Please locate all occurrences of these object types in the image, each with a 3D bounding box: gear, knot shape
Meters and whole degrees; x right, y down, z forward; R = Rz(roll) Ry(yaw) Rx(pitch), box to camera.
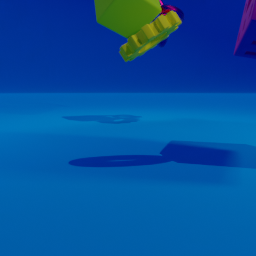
[{"bbox_3d":[0.604,-2.503,7.769,1.826,0.338,1.826,-33,3,2],"label":"gear"},{"bbox_3d":[0.874,-3.448,8.815,0.737,1.492,1.594,-47,-5,-31],"label":"knot shape"}]

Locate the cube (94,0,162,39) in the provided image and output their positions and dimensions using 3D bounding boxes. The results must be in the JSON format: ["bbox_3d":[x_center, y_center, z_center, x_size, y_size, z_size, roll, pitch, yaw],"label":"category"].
[{"bbox_3d":[-0.050,-3.601,7.970,1.316,1.316,1.316,16,-37,-37],"label":"cube"}]

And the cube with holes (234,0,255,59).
[{"bbox_3d":[2.135,-1.555,3.351,1.246,1.246,1.246,13,0,13],"label":"cube with holes"}]
